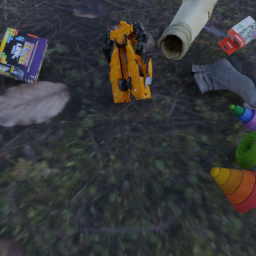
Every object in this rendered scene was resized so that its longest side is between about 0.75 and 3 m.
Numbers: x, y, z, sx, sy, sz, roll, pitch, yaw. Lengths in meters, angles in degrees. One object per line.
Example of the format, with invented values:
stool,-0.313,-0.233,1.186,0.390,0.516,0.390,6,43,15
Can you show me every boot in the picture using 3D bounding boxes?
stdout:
boot,1.794,-3.197,9.007,1.050,2.915,2.254,33,85,-2
boot,2.738,-1.206,8.153,1.503,0.797,2.284,-15,41,1

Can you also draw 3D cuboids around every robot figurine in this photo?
robot figurine,0.014,-1.832,7.726,1.582,2.182,0.635,-3,2,41

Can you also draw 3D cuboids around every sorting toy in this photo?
sorting toy,2.508,0.439,6.460,0.998,1.005,2.899,30,51,-5

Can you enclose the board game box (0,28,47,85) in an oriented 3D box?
board game box,-3.262,-2.189,8.568,1.228,0.421,1.486,13,70,-11

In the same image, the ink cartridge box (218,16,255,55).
ink cartridge box,3.686,-3.054,9.275,1.251,0.315,0.682,-33,62,7
